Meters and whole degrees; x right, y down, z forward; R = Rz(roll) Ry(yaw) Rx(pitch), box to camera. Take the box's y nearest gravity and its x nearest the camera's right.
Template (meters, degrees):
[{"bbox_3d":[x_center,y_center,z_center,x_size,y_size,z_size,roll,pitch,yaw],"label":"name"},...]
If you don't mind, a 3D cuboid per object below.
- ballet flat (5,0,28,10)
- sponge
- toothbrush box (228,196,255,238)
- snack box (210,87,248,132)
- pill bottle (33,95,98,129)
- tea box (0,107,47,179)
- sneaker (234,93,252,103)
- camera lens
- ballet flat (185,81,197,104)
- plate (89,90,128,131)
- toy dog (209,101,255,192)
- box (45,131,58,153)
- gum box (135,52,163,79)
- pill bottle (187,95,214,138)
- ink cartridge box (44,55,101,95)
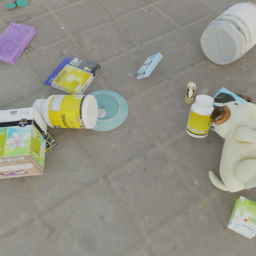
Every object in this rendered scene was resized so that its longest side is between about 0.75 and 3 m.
[{"bbox_3d":[-5.935,-6.595,14.867,1.204,0.416,0.428,-22,41,-13],"label":"ballet flat"},{"bbox_3d":[-5.474,-4.054,13.244,1.300,0.347,2.330,15,59,8],"label":"sponge"},{"bbox_3d":[3.698,2.802,8.826,0.745,0.440,1.023,25,62,15],"label":"toothbrush box"},{"bbox_3d":[4.345,-0.174,10.652,2.947,0.547,1.712,38,65,21],"label":"snack box"},{"bbox_3d":[-2.347,-0.618,10.465,2.227,1.239,1.239,2,57,15],"label":"pill bottle"},{"bbox_3d":[-4.032,0.551,9.538,2.067,1.381,2.033,-7,63,2],"label":"tea box"},{"bbox_3d":[4.652,-1.194,11.454,0.852,0.300,0.322,13,64,9],"label":"sneaker"},{"bbox_3d":[4.674,-4.185,12.343,1.973,1.973,2.467,40,65,22],"label":"camera lens"},{"bbox_3d":[2.633,-1.558,11.619,0.439,0.403,1.280,10,58,6],"label":"ballet flat"},{"bbox_3d":[-0.996,-0.792,11.222,2.029,0.259,2.029,0,57,0],"label":"plate"},{"bbox_3d":[3.798,0.495,9.100,1.999,2.778,2.865,2,69,-34],"label":"toy dog"},{"bbox_3d":[-3.195,0.471,10.447,0.736,0.203,0.919,-38,65,-22],"label":"box"},{"bbox_3d":[0.877,-2.618,11.877,0.249,0.950,1.118,41,75,-20],"label":"gum box"},{"bbox_3d":[2.650,-0.428,10.184,0.811,1.443,0.811,3,34,-2],"label":"pill bottle"},{"bbox_3d":[-2.420,-2.353,12.130,1.850,0.435,1.828,23,61,12],"label":"ink cartridge box"}]
